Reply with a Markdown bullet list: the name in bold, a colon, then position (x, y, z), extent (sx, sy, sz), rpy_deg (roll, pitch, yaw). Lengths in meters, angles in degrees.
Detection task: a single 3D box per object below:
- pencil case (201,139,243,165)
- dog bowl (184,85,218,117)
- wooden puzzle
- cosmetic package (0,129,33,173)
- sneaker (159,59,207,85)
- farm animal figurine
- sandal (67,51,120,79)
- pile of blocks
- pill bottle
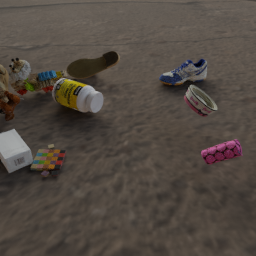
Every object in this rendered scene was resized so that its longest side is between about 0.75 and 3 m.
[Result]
- **pencil case**: position (2.121, 0.571, 6.330), extent (0.857, 0.401, 0.389), rpy_deg (-22, 14, 34)
- **dog bowl**: position (2.023, -0.737, 7.927), extent (1.021, 0.376, 1.021), rpy_deg (29, 30, -19)
- **wooden puzzle**: position (-1.949, 0.791, 6.909), extent (0.709, 0.084, 1.196), rpy_deg (1, 34, 1)
- **cosmetic package**: position (-2.892, 0.539, 6.958), extent (0.637, 0.458, 1.129), rpy_deg (-22, 39, -30)
- **sneaker**: position (2.075, -2.172, 10.572), extent (1.936, 0.853, 0.729), rpy_deg (-13, 38, -16)
- **farm animal figurine**: position (-4.123, -1.011, 8.518), extent (2.245, 1.171, 2.221), rpy_deg (1, 69, 8)
- **sandal**: position (-1.291, -2.414, 11.121), extent (2.159, 0.792, 0.710), rpy_deg (-15, -6, 13)
- **pile of blocks**: position (-3.027, -1.545, 9.769), extent (1.999, 0.621, 0.821), rpy_deg (-18, -4, -21)
- **pill bottle**: position (-1.563, -0.996, 8.835), extent (1.515, 0.852, 0.852), rpy_deg (19, 39, 26)
